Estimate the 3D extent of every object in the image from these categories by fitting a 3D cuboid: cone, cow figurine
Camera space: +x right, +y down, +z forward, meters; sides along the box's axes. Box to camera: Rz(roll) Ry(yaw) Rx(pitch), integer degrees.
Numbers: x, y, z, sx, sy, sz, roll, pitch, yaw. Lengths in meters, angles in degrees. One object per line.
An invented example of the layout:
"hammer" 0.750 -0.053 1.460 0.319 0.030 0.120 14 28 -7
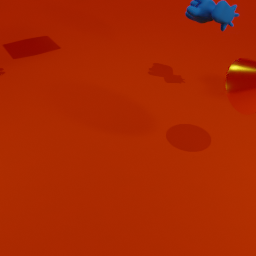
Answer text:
"cone" 2.515 -0.809 4.888 1.094 1.094 1.098 -23 9 -25
"cow figurine" 2.225 -3.073 7.503 1.284 0.716 1.305 27 11 2
